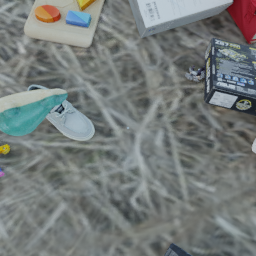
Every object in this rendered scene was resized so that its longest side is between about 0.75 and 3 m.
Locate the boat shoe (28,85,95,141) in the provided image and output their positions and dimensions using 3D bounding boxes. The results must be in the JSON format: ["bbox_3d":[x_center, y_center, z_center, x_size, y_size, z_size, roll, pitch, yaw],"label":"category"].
[{"bbox_3d":[-1.689,-0.382,6.836,1.961,0.699,0.684,35,76,10],"label":"boat shoe"}]

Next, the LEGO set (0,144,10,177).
[{"bbox_3d":[-3.143,0.644,6.633,0.614,0.571,1.497,-21,68,-9],"label":"LEGO set"}]

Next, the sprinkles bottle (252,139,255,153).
[{"bbox_3d":[4.213,0.878,6.357,2.613,0.892,0.892,34,76,10],"label":"sprinkles bottle"}]

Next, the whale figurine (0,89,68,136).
[{"bbox_3d":[-1.714,-0.286,4.960,1.399,1.113,0.726,-14,96,20],"label":"whale figurine"}]

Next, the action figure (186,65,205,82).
[{"bbox_3d":[1.896,-1.465,7.307,0.924,0.321,0.601,-22,45,-17],"label":"action figure"}]

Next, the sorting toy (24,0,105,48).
[{"bbox_3d":[-2.174,-3.476,7.899,2.817,0.415,2.083,11,74,3],"label":"sorting toy"}]

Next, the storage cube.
[{"bbox_3d":[3.954,-4.108,7.095,2.745,2.346,2.467,-22,73,-6],"label":"storage cube"}]

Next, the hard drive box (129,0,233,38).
[{"bbox_3d":[1.243,-3.730,7.414,2.437,0.936,1.899,-18,94,-5],"label":"hard drive box"}]

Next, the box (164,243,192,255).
[{"bbox_3d":[1.423,3.300,4.642,2.097,2.825,1.512,33,76,9],"label":"box"}]

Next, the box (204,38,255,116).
[{"bbox_3d":[3.086,-1.153,6.700,2.444,0.600,1.970,13,53,-1],"label":"box"}]
